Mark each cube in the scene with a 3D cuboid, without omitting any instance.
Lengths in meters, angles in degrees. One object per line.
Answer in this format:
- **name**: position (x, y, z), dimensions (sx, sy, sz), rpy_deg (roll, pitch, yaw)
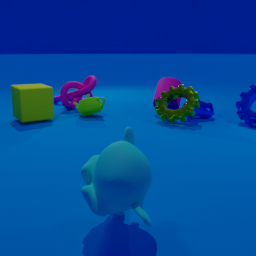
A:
- **cube**: position (-3.275, -0.891, 9.605), dimensions (1.102, 1.102, 1.102), rpy_deg (-10, 19, -35)

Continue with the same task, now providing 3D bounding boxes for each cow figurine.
- **cow figurine**: position (2.477, -0.607, 9.819), dimensions (1.242, 0.682, 1.222), rpy_deg (17, 28, -4)

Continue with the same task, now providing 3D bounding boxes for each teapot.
- **teapot**: position (-1.434, -0.857, 10.288), dimensions (1.509, 0.739, 0.939), rpy_deg (-10, 6, 33)

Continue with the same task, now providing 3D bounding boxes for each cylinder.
- **cylinder**: position (1.531, -1.234, 10.658), dimensions (1.002, 1.002, 1.002), rpy_deg (6, 59, 19)

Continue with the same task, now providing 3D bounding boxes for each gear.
- **gear**: position (4.386, -0.790, 9.021), dimensions (1.711, 0.316, 1.711), rpy_deg (-25, 42, 25)
- **gear**: position (1.637, -0.823, 9.376), dimensions (1.468, 0.272, 1.468), rpy_deg (-15, 48, 17)

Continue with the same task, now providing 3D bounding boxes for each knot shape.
- **knot shape**: position (-2.033, -1.399, 11.710), dimensions (1.751, 0.809, 1.639), rpy_deg (-34, -11, -16)

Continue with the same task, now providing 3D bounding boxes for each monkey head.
- **monkey head**: position (-0.059, 0.784, 3.983), dimensions (0.952, 1.137, 1.581), rpy_deg (-22, 46, 13)

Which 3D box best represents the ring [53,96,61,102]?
- **ring**: position (-2.862, -1.413, 12.902), dimensions (1.193, 0.239, 1.193), rpy_deg (-10, 10, 2)
